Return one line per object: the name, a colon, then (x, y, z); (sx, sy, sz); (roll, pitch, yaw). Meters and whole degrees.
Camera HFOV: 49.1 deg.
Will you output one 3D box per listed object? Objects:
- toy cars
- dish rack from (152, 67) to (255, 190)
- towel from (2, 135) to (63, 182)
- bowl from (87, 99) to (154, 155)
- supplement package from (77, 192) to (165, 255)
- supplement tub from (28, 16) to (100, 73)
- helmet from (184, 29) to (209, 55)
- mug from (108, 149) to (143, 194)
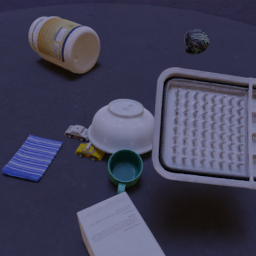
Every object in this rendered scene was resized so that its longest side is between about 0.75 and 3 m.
toy cars: (-1.500, 0.402, 9.485); (0.874, 0.432, 1.949); (-20, 46, -22)
dish rack: (1.837, 0.027, 5.900); (2.743, 0.597, 2.354); (7, 77, -7)
towel: (-3.064, 0.926, 9.071); (1.287, 0.212, 1.778); (11, 43, 11)
bowl: (-0.103, -0.225, 9.353); (2.470, 1.110, 2.470); (4, 32, -3)
supplement package: (-0.096, 2.796, 6.153); (1.292, 1.297, 2.211); (-19, 45, -20)
supplement tub: (-3.000, -3.950, 13.075); (2.928, 2.114, 2.114); (28, 49, 27)
helmet: (2.063, -2.614, 8.471); (0.766, 0.730, 0.766); (0, 83, 1)
mug: (-0.163, 1.286, 8.183); (1.001, 0.753, 1.218); (39, 66, 16)
